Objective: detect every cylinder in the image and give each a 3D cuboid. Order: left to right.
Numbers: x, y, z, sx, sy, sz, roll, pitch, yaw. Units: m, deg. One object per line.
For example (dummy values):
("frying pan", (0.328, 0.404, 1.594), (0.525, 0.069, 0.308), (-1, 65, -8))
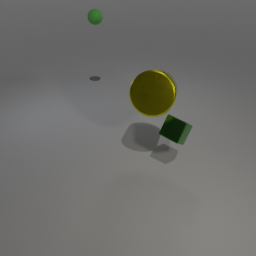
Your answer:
("cylinder", (0.847, -1.154, 8.933), (1.400, 1.400, 1.400), (6, 14, 10))

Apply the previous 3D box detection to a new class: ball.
("ball", (-1.530, -5.160, 13.004), (0.700, 0.700, 0.700), (0, 32, 0))

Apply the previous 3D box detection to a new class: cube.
("cube", (1.523, 0.060, 8.914), (0.700, 0.700, 0.700), (29, 7, 27))
